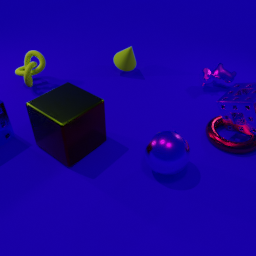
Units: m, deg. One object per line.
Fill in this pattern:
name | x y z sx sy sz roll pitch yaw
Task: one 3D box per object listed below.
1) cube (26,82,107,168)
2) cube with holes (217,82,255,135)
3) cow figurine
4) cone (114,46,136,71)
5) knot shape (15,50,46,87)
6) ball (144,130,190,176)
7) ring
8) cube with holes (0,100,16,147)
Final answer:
cube | -1.535 -0.125 7.257 1.391 1.391 1.391 28 47 29
cube with holes | 3.142 -0.522 7.371 0.986 0.986 0.986 -40 27 -28
cow figurine | 3.118 -1.720 9.734 1.249 0.686 1.229 30 51 4
cone | 0.005 -2.692 10.225 0.886 0.889 0.886 6 66 -14
knot shape | -3.462 -2.062 9.790 1.164 0.575 1.244 12 80 47
ball | 0.928 0.580 6.643 1.082 1.082 1.082 0 39 0
ring | 2.928 0.137 7.803 1.509 0.302 1.509 0 39 0
cube with holes | -4.000 -0.122 7.393 1.216 1.216 1.216 25 46 28
